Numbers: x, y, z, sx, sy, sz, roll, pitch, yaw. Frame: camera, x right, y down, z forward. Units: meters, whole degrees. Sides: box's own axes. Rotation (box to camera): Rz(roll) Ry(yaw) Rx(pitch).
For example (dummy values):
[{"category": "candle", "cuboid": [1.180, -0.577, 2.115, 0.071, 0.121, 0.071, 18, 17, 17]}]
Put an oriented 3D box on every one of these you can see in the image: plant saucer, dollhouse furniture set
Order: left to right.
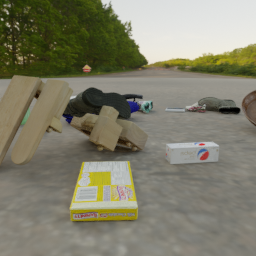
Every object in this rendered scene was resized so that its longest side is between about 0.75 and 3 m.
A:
[{"category": "dollhouse furniture set", "cuboid": [-1.633, 0.483, 7.427, 2.794, 2.394, 2.938, 12, -17, 37]}, {"category": "plant saucer", "cuboid": [5.498, -0.589, 10.267, 2.579, 0.444, 2.579, -5, 41, 4]}]

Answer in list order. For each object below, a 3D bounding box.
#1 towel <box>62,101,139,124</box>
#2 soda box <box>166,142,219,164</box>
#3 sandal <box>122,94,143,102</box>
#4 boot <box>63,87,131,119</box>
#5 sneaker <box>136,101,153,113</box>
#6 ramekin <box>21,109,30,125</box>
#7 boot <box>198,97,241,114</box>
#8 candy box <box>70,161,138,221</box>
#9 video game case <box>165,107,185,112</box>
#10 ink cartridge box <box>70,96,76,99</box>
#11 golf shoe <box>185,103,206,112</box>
[{"category": "towel", "cuboid": [-1.089, -0.644, 12.000, 2.159, 0.724, 2.924, 8, 17, 31]}, {"category": "soda box", "cuboid": [1.613, 0.620, 7.048, 1.268, 0.432, 0.404, -2, 13, -9]}, {"category": "sandal", "cuboid": [-0.269, -1.686, 17.079, 2.864, 0.613, 1.089, -2, 2, 38]}, {"category": "boot", "cuboid": [-0.892, -0.573, 7.749, 1.230, 0.638, 1.883, -16, -22, 38]}, {"category": "sneaker", "cuboid": [0.597, -1.078, 14.335, 1.074, 0.597, 1.536, 0, 6, 18]}, {"category": "ramekin", "cuboid": [-4.852, -0.618, 11.646, 1.596, 0.780, 1.596, 0, 13, 0]}, {"category": "boot", "cuboid": [4.562, -1.100, 14.178, 2.005, 0.679, 1.310, 1, 18, 10]}, {"category": "candy box", "cuboid": [-0.434, 1.094, 5.328, 1.065, 0.275, 2.085, 2, 13, -4]}, {"category": "video game case", "cuboid": [2.472, -0.943, 14.597, 0.963, 0.112, 0.875, 2, 14, 14]}, {"category": "ink cartridge box", "cuboid": [-2.256, -1.326, 15.398, 2.938, 0.737, 2.383, -18, 21, -32]}, {"category": "golf shoe", "cuboid": [3.470, -1.080, 14.347, 1.069, 0.492, 0.388, 6, 15, 31]}]
